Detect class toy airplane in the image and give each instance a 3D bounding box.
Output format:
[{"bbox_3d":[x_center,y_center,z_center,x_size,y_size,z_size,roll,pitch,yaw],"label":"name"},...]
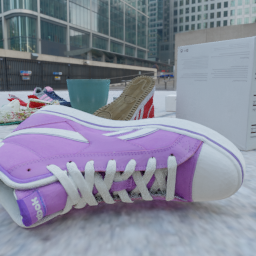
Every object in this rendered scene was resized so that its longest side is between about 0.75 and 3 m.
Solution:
[{"bbox_3d":[-4.490,-1.085,12.898,2.377,0.437,2.377,15,-14,4],"label":"toy airplane"}]

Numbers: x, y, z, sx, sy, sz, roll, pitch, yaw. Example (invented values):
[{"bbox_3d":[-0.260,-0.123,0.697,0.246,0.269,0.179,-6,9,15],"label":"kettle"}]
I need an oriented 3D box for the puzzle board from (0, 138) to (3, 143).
[{"bbox_3d":[-3.397,0.465,5.521,2.942,0.256,2.217,3,10,15],"label":"puzzle board"}]

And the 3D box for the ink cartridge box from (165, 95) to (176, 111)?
[{"bbox_3d":[2.789,-1.336,14.794,1.393,0.804,1.914,3,10,16],"label":"ink cartridge box"}]

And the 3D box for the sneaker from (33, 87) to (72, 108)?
[{"bbox_3d":[-3.958,-1.513,14.389,2.954,1.212,1.036,7,3,32],"label":"sneaker"}]

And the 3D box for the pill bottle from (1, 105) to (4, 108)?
[{"bbox_3d":[-5.529,-0.879,13.185,0.768,0.435,0.435,3,10,13],"label":"pill bottle"}]

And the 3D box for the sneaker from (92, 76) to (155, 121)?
[{"bbox_3d":[-0.071,-0.081,7.253,0.928,1.465,2.605,24,53,28],"label":"sneaker"}]

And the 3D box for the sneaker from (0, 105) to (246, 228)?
[{"bbox_3d":[-0.256,0.609,3.110,2.908,1.054,1.658,7,29,18],"label":"sneaker"}]

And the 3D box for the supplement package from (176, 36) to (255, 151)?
[{"bbox_3d":[2.639,-0.904,7.180,1.773,2.411,2.306,-6,12,-33],"label":"supplement package"}]

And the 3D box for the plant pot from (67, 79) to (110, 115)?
[{"bbox_3d":[-1.830,-1.468,13.138,2.003,1.608,2.003,0,9,0],"label":"plant pot"}]

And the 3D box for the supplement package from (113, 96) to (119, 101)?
[{"bbox_3d":[0.235,-1.071,13.078,1.495,0.829,1.164,-7,11,-32],"label":"supplement package"}]

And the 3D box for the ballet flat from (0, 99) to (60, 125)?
[{"bbox_3d":[-3.756,-0.627,10.254,2.760,0.882,1.044,-6,13,-30],"label":"ballet flat"}]
